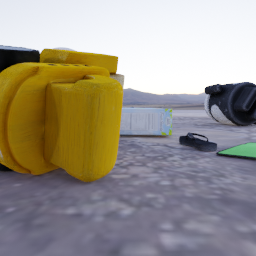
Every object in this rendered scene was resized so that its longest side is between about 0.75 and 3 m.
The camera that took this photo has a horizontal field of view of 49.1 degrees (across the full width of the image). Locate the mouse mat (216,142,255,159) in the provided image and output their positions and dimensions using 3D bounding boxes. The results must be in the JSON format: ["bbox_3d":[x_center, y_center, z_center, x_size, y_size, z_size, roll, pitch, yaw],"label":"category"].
[{"bbox_3d":[2.349,0.374,4.427,1.377,0.064,1.712,4,5,40],"label":"mouse mat"}]

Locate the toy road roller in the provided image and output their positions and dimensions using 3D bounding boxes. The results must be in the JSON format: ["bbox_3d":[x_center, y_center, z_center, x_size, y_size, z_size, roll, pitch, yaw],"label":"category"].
[{"bbox_3d":[-0.585,-0.183,3.461,1.689,1.422,2.314,18,19,33],"label":"toy road roller"}]

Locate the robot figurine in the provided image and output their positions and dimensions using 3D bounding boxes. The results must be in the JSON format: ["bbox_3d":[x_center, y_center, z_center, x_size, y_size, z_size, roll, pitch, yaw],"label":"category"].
[{"bbox_3d":[4.075,-0.904,10.777,1.658,1.996,2.657,-19,9,-12],"label":"robot figurine"}]

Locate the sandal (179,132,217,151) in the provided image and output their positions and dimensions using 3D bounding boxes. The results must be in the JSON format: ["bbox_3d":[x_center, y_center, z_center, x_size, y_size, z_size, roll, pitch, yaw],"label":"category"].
[{"bbox_3d":[1.290,0.217,5.130,0.437,0.246,1.149,-1,5,-13],"label":"sandal"}]

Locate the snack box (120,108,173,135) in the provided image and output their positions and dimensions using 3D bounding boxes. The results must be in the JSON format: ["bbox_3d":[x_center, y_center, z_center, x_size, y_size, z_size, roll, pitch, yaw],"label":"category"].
[{"bbox_3d":[0.074,-0.192,7.367,2.058,0.696,1.735,-1,3,4],"label":"snack box"}]

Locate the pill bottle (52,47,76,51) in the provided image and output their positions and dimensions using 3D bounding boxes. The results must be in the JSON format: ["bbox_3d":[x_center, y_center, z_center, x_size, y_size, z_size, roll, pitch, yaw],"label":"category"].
[{"bbox_3d":[-1.311,-1.211,7.648,1.539,1.539,2.721,1,6,10],"label":"pill bottle"}]
